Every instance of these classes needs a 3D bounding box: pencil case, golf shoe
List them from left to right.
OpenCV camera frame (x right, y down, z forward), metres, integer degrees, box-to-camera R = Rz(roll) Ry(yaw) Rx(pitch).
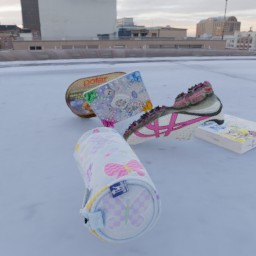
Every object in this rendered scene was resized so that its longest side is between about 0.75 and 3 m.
[{"bbox_3d":[-0.261,0.680,4.031,0.937,0.859,2.065,-23,23,-5],"label":"pencil case"},{"bbox_3d":[1.080,-0.055,7.067,2.656,1.223,0.964,-27,11,27],"label":"golf shoe"}]

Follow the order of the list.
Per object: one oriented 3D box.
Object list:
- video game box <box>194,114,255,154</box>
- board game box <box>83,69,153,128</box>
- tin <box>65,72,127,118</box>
[{"bbox_3d":[2.943,0.112,7.889,1.485,0.381,1.630,-15,24,-31],"label":"video game box"},{"bbox_3d":[-0.195,-0.694,7.690,1.578,1.578,0.204,-23,51,5],"label":"board game box"},{"bbox_3d":[-0.794,-1.045,8.854,2.319,1.299,0.486,-10,-16,-2],"label":"tin"}]
